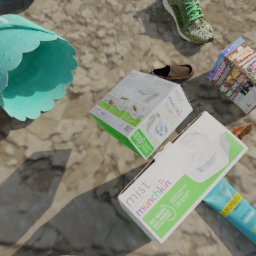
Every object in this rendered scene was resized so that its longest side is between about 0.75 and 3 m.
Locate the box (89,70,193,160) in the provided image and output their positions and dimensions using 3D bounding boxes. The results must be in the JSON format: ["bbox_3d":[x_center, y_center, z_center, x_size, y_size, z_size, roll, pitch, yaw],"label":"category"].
[{"bbox_3d":[0.244,-0.432,6.758,1.656,0.907,1.877,-46,37,-11],"label":"box"}]

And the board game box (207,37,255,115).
[{"bbox_3d":[3.756,-1.632,9.081,0.933,1.536,1.927,-38,75,-13],"label":"board game box"}]

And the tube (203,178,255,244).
[{"bbox_3d":[3.422,2.632,8.114,0.982,0.639,2.537,-38,70,-26],"label":"tube"}]

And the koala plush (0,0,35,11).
[{"bbox_3d":[-4.333,-5.590,10.641,1.551,1.497,1.688,-12,70,-17],"label":"koala plush"}]

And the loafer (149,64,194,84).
[{"bbox_3d":[1.514,-1.879,9.672,1.668,0.592,0.609,-14,71,-5],"label":"loafer"}]

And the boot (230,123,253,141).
[{"bbox_3d":[3.342,0.075,8.338,0.794,0.425,0.298,-34,116,-12],"label":"boot"}]

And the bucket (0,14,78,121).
[{"bbox_3d":[-3.207,-1.886,8.603,1.886,2.899,2.899,37,74,17],"label":"bucket"}]

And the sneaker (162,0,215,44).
[{"bbox_3d":[2.204,-4.328,10.173,1.122,1.293,2.918,-28,73,-10],"label":"sneaker"}]

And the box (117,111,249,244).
[{"bbox_3d":[1.271,1.393,7.407,2.993,2.641,1.447,-42,74,-14],"label":"box"}]
